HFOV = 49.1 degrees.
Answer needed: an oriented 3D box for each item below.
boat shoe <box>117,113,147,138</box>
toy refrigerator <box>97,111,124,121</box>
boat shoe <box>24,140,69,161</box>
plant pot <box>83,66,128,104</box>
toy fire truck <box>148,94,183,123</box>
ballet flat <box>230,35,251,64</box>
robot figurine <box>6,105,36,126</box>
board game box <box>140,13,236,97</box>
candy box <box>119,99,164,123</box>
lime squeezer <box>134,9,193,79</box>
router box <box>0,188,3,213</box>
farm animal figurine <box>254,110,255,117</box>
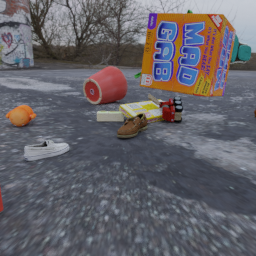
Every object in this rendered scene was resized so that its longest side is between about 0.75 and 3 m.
[{"bbox_3d":[0.105,-0.098,8.028,0.537,0.507,1.492,6,16,23],"label":"boat shoe"},{"bbox_3d":[-0.599,-0.419,9.669,0.915,0.320,0.347,0,15,2],"label":"toy refrigerator"},{"bbox_3d":[-1.802,0.437,6.268,1.055,0.347,0.380,-11,18,-37],"label":"boat shoe"},{"bbox_3d":[-1.150,-1.902,13.135,1.724,1.724,1.526,12,30,39],"label":"plant pot"},{"bbox_3d":[1.254,-0.721,9.515,1.141,0.734,1.004,1,33,4],"label":"toy fire truck"},{"bbox_3d":[3.124,-2.431,8.765,0.880,0.880,2.535,11,11,36],"label":"ballet flat"},{"bbox_3d":[-3.439,-0.394,9.034,0.757,0.614,1.052,39,9,-11],"label":"robot figurine"},{"bbox_3d":[0.944,-1.091,4.344,1.073,1.072,1.073,13,12,27],"label":"board game box"},{"bbox_3d":[0.767,-0.585,9.813,2.015,0.266,1.030,-11,42,-39],"label":"candy box"},{"bbox_3d":[1.291,-2.390,8.707,2.663,0.502,0.940,-45,-13,36],"label":"lime squeezer"},{"bbox_3d":[-3.671,0.949,3.474,2.979,0.728,2.673,8,16,29],"label":"router box"},{"bbox_3d":[5.509,-0.752,9.660,1.545,0.962,1.913,-11,18,-36],"label":"farm animal figurine"}]
